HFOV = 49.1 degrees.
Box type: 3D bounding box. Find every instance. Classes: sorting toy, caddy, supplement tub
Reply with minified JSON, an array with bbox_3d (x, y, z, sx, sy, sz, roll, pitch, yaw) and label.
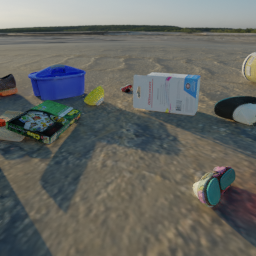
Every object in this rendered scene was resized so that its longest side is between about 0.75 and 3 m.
[{"bbox_3d":[-4.512,-0.255,9.943,2.872,0.423,2.123,6,22,9],"label":"sorting toy"},{"bbox_3d":[-3.529,-2.448,14.210,2.903,1.524,2.052,-17,26,-36],"label":"caddy"},{"bbox_3d":[8.099,-3.377,16.191,1.803,1.803,2.497,-6,23,-16],"label":"supplement tub"}]

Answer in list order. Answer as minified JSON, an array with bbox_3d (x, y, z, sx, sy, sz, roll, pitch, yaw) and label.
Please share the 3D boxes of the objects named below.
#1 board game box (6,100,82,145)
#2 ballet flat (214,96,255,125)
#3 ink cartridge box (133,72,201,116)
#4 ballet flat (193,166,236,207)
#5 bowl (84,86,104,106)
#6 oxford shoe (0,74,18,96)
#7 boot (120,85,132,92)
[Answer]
[{"bbox_3d":[-2.774,-0.312,9.770,1.496,0.335,2.856,17,22,5],"label":"board game box"},{"bbox_3d":[4.760,-0.634,10.365,2.980,1.013,1.019,-2,34,-6],"label":"ballet flat"},{"bbox_3d":[1.587,-1.484,11.701,2.625,1.511,0.891,9,22,19],"label":"ink cartridge box"},{"bbox_3d":[1.811,1.254,6.135,0.615,0.597,1.728,-7,8,38],"label":"ballet flat"},{"bbox_3d":[-1.401,-1.341,12.509,0.555,1.032,1.032,48,32,3],"label":"bowl"},{"bbox_3d":[-6.884,-2.007,13.588,1.060,1.084,2.974,11,23,35],"label":"oxford shoe"},{"bbox_3d":[0.050,-2.111,15.079,0.559,0.281,0.775,20,37,41],"label":"boot"}]
